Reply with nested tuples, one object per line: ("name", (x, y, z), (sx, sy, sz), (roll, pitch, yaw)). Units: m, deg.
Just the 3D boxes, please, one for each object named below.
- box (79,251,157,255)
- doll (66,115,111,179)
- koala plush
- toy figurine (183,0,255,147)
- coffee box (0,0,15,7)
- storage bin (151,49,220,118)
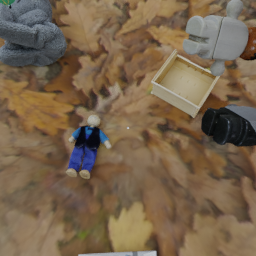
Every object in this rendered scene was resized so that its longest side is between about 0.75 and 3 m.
("box", (-0.184, 3.107, 5.505), (1.571, 0.323, 1.225), (-3, 66, -2))
("doll", (-0.931, 0.393, 6.660), (1.084, 0.385, 1.589), (4, 60, 10))
("koala plush", (-2.515, -2.844, 7.488), (1.806, 1.743, 1.965), (3, 65, -12))
("toy figurine", (2.105, -0.980, 3.758), (1.686, 2.386, 2.424), (-2, 70, -24))
("coffee box", (-4.389, -3.571, 8.222), (2.094, 0.460, 1.287), (18, 65, 0))
("storage bin", (1.494, -1.185, 7.226), (1.342, 0.629, 1.332), (31, 70, 13))
